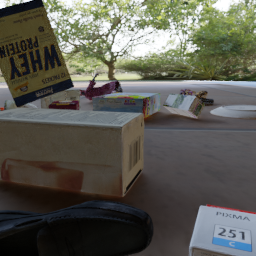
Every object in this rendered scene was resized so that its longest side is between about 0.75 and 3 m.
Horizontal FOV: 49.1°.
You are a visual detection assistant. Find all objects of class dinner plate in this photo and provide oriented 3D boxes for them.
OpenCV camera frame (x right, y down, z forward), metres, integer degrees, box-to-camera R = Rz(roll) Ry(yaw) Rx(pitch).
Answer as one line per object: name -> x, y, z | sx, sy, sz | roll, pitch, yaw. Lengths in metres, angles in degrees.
dinner plate -> 4.722, -0.716, 11.533 | 2.588, 0.314, 2.588 | -1, 11, 0

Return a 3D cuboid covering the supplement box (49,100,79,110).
supplement box -> -2.132, -0.526, 9.497 | 0.912, 0.719, 1.393 | -2, 12, -7

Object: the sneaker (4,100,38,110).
sneaker -> -3.503, -0.537, 9.425 | 0.988, 0.846, 2.270 | 4, 12, -4

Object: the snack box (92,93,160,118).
snack box -> 0.019, -0.965, 11.331 | 2.079, 0.834, 2.465 | 4, 11, 20

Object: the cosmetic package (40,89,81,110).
cosmetic package -> -2.865, -1.156, 11.759 | 2.008, 1.039, 0.734 | 10, 16, 43

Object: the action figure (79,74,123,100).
action figure -> -1.587, -1.878, 15.677 | 2.568, 1.720, 1.912 | -6, 48, 4

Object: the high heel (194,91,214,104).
high heel -> 3.703, -1.722, 15.260 | 1.318, 0.660, 1.849 | 4, 20, -11

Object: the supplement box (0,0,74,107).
supplement box -> -3.083, -2.203, 8.585 | 1.708, 2.544, 2.541 | -24, 19, -16

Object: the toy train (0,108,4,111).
toy train -> -4.832, -0.304, 8.746 | 2.437, 0.678, 1.831 | -4, 11, -31

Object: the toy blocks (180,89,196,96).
toy blocks -> 2.382, -1.254, 12.445 | 0.868, 0.963, 1.031 | 17, 21, 35

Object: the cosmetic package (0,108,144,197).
cosmetic package -> -1.059, 0.292, 4.690 | 2.468, 1.077, 1.276 | 4, 14, 18

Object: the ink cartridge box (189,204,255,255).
ink cartridge box -> 1.512, 1.066, 2.759 | 1.612, 0.360, 1.421 | 5, 14, 20

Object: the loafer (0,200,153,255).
loafer -> -0.618, 1.031, 2.508 | 1.706, 0.579, 0.599 | -4, 16, 4

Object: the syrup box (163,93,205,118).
syrup box -> 2.163, -0.886, 10.936 | 0.647, 0.626, 1.589 | 33, -7, -32
